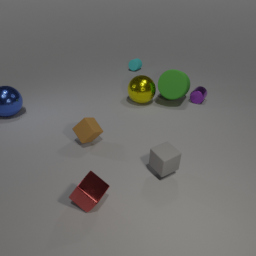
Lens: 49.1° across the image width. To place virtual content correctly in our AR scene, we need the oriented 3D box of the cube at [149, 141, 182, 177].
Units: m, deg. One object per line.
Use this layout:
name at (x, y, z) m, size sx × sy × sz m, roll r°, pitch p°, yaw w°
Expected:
cube at (1.150, 0.969, 8.772) m, size 0.700 × 0.700 × 0.700 m, roll -20°, pitch 42°, yaw -26°

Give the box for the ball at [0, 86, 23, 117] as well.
ball at (-5.450, -1.191, 12.526) m, size 1.400 × 1.400 × 1.400 m, roll 0°, pitch 29°, yaw 0°

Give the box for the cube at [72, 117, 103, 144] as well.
cube at (-1.493, 0.080, 10.465) m, size 0.700 × 0.700 × 0.700 m, roll 54°, pitch 19°, yaw 12°

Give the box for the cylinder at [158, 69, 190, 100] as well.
cylinder at (2.274, -2.124, 13.692) m, size 1.400 × 1.400 × 1.400 m, roll 10°, pitch 11°, yaw 17°

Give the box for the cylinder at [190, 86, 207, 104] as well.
cylinder at (3.535, -1.653, 14.017) m, size 0.700 × 0.700 × 0.700 m, roll 15°, pitch 33°, yaw 25°

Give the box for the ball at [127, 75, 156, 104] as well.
ball at (0.669, -1.895, 13.762) m, size 1.400 × 1.400 × 1.400 m, roll 0°, pitch 29°, yaw 0°

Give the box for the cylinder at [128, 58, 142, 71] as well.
cylinder at (0.486, -4.178, 18.439) m, size 0.700 × 0.700 × 0.700 m, roll 14°, pitch 26°, yaw 24°

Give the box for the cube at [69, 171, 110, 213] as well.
cube at (-1.064, 1.751, 7.692) m, size 0.700 × 0.700 × 0.700 m, roll 39°, pitch 42°, yaw 1°
